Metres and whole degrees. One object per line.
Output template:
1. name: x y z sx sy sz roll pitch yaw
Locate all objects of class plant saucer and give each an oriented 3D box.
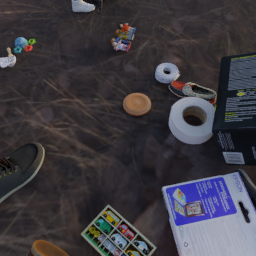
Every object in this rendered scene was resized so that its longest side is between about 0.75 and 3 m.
1. plant saucer: 0.340 -0.920 10.528 1.063 0.172 1.063 -1 55 1

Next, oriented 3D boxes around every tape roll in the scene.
1. tape roll: 2.300 -0.282 9.924 1.687 0.590 1.687 0 59 0

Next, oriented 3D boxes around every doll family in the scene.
1. doll family: -0.266 -3.865 12.214 0.865 0.628 1.394 18 78 3

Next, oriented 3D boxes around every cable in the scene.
1. cable: 1.563 -2.206 11.259 0.928 0.321 0.929 29 63 16

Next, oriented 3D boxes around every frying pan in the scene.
1. frying pan: -1.172 -6.421 13.803 1.506 0.405 2.490 -20 63 -11

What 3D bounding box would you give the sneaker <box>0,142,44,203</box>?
1. sneaker: -3.730 1.275 8.466 1.019 1.448 2.726 33 64 18

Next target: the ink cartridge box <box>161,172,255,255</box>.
1. ink cartridge box: 2.470 2.685 8.128 2.472 0.536 2.449 -11 59 -4

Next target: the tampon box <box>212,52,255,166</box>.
1. tampon box: 3.943 -0.596 8.853 1.872 2.223 2.966 -2 53 30

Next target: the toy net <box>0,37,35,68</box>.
1. toy net: -4.666 -3.118 11.828 0.988 0.364 1.884 18 62 7

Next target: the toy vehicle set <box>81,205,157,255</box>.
1. toy vehicle set: -0.279 3.237 7.977 1.857 0.246 1.154 36 65 20

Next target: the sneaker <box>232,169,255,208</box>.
1. sneaker: 3.524 2.079 8.560 0.834 0.587 1.570 -23 53 -7

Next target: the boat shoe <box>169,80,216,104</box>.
1. boat shoe: 2.439 -1.433 10.643 1.844 0.577 0.656 26 63 16

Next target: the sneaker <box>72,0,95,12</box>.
1. sneaker: -2.130 -5.916 13.358 1.088 0.629 0.401 -7 57 -6

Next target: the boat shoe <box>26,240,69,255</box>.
1. boat shoe: -1.415 4.021 7.120 2.860 1.007 1.006 27 90 15
